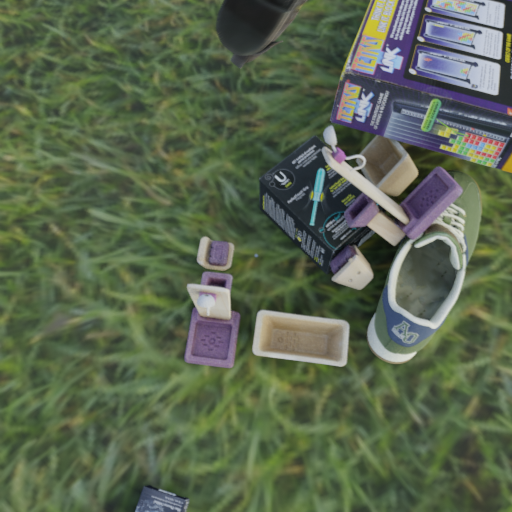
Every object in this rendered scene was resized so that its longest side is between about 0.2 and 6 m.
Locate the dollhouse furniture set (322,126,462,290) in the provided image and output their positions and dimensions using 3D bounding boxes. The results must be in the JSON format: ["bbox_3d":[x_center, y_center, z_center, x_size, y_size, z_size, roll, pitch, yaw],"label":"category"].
[{"bbox_3d":[1.212,-1.138,7.853,1.721,2.425,1.921,34,113,-19],"label":"dollhouse furniture set"}]

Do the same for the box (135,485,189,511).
[{"bbox_3d":[-1.196,3.219,6.922,0.568,0.339,0.577,15,70,6],"label":"box"}]

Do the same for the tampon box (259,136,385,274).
[{"bbox_3d":[0.935,-0.730,8.153,1.128,0.950,1.505,-39,72,-14],"label":"tampon box"}]

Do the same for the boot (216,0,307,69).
[{"bbox_3d":[0.388,-3.138,6.334,0.821,2.066,2.373,43,107,-9],"label":"boot"}]

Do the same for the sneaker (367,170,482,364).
[{"bbox_3d":[2.508,-0.075,7.647,1.055,1.413,3.147,25,70,10],"label":"sneaker"}]

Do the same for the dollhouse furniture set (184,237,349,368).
[{"bbox_3d":[0.188,0.520,7.327,2.216,1.573,1.756,7,68,3],"label":"dollhouse furniture set"}]

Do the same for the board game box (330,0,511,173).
[{"bbox_3d":[2.900,-2.979,8.608,2.773,0.951,3.354,17,52,8],"label":"board game box"}]
